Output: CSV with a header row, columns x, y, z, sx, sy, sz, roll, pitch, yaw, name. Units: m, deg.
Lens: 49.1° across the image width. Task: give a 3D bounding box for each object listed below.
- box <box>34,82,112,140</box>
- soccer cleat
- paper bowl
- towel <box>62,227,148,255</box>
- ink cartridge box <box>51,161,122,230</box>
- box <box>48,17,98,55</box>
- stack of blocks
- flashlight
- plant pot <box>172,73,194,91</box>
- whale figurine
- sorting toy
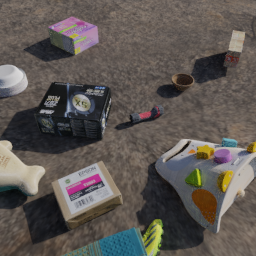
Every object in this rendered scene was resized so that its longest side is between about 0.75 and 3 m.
x,y,z,sx,sy,sz,roll,pitch,yaw,name
-1.942,-0.686,10.458,2.364,1.018,1.936,6,46,6,box
0.346,3.101,6.955,0.847,0.655,2.025,13,46,18,soccer cleat
-5.207,-2.114,12.042,1.578,0.821,1.578,-1,44,1,paper bowl
-0.782,3.669,6.247,2.921,0.317,2.142,-21,47,-1,towel
-1.202,1.899,8.114,1.676,0.630,1.381,-23,49,-17,ink cartridge box
-2.856,-4.872,14.694,1.947,0.941,1.713,31,53,26,box
5.030,-3.632,13.315,0.583,1.147,1.992,15,47,15,stack of blocks
0.710,-0.534,10.681,1.329,0.452,0.450,-14,82,-20,flashlight
2.347,-1.928,12.115,0.954,0.441,0.954,0,46,0,plant pot
-4.070,1.364,8.395,2.882,1.495,2.293,20,36,-14,whale figurine
2.349,1.145,8.628,2.986,1.595,2.688,-35,35,-30,sorting toy
